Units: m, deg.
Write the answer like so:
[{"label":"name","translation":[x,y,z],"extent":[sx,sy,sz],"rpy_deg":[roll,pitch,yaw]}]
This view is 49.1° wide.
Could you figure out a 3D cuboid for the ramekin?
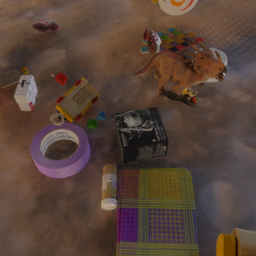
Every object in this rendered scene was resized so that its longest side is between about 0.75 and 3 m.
[{"label":"ramekin","translation":[2.912,-2.324,10.117],"extent":[1.329,0.648,1.329],"rpy_deg":[0,48,0]}]

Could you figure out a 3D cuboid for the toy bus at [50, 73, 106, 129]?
[{"label":"toy bus","translation":[-1.702,-0.715,8.681],"extent":[1.763,0.911,1.663],"rpy_deg":[3,72,-34]}]

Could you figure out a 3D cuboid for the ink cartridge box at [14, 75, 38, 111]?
[{"label":"ink cartridge box","translation":[-3.320,-1.153,9.170],"extent":[0.410,0.706,0.979],"rpy_deg":[0,51,0]}]

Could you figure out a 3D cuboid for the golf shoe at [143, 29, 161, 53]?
[{"label":"golf shoe","translation":[1.020,-3.280,10.561],"extent":[0.632,0.498,1.373],"rpy_deg":[6,45,-19]}]

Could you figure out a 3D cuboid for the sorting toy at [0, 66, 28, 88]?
[{"label":"sorting toy","translation":[-4.104,-1.839,10.104],"extent":[1.118,0.150,0.833],"rpy_deg":[-28,52,-21]}]

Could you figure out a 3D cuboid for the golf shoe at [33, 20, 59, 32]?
[{"label":"golf shoe","translation":[-3.528,-4.382,12.001],"extent":[1.077,0.391,0.496],"rpy_deg":[-5,47,-15]}]

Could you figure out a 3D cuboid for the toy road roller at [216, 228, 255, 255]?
[{"label":"toy road roller","translation":[2.577,3.007,5.089],"extent":[1.553,1.845,2.528],"rpy_deg":[9,52,7]}]

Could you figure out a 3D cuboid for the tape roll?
[{"label":"tape roll","translation":[-1.885,0.592,7.893],"extent":[1.583,0.519,1.583],"rpy_deg":[1,51,-1]}]

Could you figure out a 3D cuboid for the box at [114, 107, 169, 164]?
[{"label":"box","translation":[0.348,0.199,8.036],"extent":[1.285,0.810,1.307],"rpy_deg":[-10,52,-6]}]

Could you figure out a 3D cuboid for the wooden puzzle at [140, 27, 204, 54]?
[{"label":"wooden puzzle","translation":[1.675,-3.465,11.262],"extent":[2.639,0.185,1.565],"rpy_deg":[-27,51,-21]}]

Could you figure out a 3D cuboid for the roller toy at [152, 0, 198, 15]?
[{"label":"roller toy","translation":[2.158,-6.125,12.479],"extent":[1.804,1.977,1.382],"rpy_deg":[19,46,-26]}]

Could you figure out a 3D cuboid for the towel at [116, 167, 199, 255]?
[{"label":"towel","translation":[0.694,2.098,6.830],"extent":[1.930,0.306,2.688],"rpy_deg":[1,52,0]}]

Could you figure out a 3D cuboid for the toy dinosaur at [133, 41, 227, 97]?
[{"label":"toy dinosaur","translation":[1.657,-1.993,9.051],"extent":[2.881,1.952,1.236],"rpy_deg":[15,53,12]}]

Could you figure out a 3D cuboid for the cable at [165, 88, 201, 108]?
[{"label":"cable","translation":[1.766,-0.988,8.918],"extent":[0.367,0.709,1.459],"rpy_deg":[-49,21,-8]}]

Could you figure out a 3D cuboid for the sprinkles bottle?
[{"label":"sprinkles bottle","translation":[-0.478,1.511,7.235],"extent":[0.387,0.387,1.134],"rpy_deg":[-1,51,-1]}]
